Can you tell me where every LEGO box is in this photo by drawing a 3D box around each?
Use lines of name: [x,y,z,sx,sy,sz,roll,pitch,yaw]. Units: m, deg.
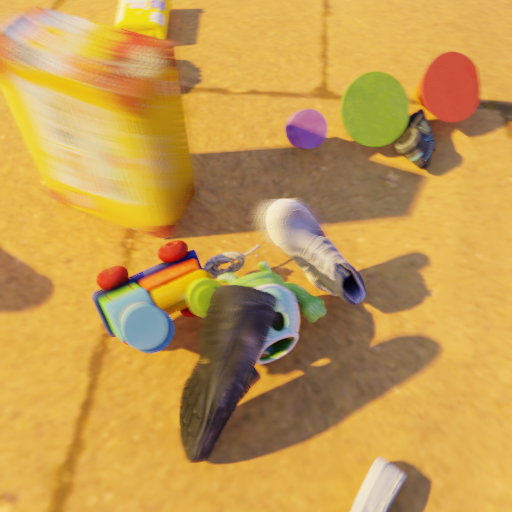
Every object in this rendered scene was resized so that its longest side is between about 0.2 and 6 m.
LEGO box: [-2.481,-2.013,9.154,2.421,3.251,1.254,20,57,14]

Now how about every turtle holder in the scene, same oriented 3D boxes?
turtle holder: [0.116,0.933,8.275,1.665,1.265,1.182,12,33,-50]

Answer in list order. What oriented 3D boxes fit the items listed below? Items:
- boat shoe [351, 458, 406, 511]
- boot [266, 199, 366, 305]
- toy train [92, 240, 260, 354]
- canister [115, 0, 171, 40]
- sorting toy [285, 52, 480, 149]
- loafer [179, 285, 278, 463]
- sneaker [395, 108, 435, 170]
boat shoe: [1.427,3.215,6.828,0.539,0.528,1.512,21,52,21]
boot: [0.957,-0.049,8.307,0.717,1.972,0.891,-50,39,-8]
toy train: [-0.842,0.420,8.071,2.777,1.176,1.607,-25,18,-19]
canister: [-2.788,-5.921,13.812,1.265,0.737,1.704,-1,53,-1]
sorting toy: [2.408,-2.993,11.411,4.100,1.421,1.412,-18,13,-10]
loafer: [-0.364,1.563,7.160,0.883,2.515,0.854,9,18,-27]
sneaker: [3.178,-2.311,11.151,0.710,0.675,1.791,45,40,-16]
